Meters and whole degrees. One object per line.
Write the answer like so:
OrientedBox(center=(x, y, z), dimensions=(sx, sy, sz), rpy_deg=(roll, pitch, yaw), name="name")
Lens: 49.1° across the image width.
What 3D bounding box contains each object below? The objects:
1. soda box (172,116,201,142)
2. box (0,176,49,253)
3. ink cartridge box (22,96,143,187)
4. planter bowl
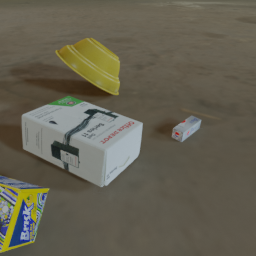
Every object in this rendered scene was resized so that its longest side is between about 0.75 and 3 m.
OrientedBox(center=(1.544, 0.006, 7.356), dimensions=(0.318, 0.295, 0.931), rpy_deg=(29, 41, 32), name="soda box")
OrientedBox(center=(-2.765, 1.130, 4.642), dimensions=(2.670, 0.935, 0.858), rpy_deg=(11, -10, 18), name="box")
OrientedBox(center=(-0.977, 0.180, 6.218), dimensions=(2.181, 0.906, 1.599), rpy_deg=(21, 30, 22), name="ink cartridge box")
OrientedBox(center=(-1.024, -2.190, 9.095), dimensions=(2.439, 1.016, 2.439), rpy_deg=(34, 15, -10), name="planter bowl")
